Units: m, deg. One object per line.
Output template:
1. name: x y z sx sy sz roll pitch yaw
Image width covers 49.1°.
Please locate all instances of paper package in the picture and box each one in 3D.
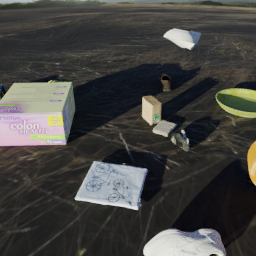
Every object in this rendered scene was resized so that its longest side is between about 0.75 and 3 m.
1. paper package: 1.006 -0.763 11.925 0.502 0.971 0.925 -12 32 -19

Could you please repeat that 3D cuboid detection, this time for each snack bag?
1. snack bag: -0.413 1.680 8.499 1.908 0.204 1.799 6 31 11

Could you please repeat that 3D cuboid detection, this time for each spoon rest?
1. spoon rest: 2.593 -4.008 12.735 1.376 0.840 2.770 21 25 26

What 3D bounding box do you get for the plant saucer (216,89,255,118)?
1. plant saucer: 5.500 -1.151 13.149 2.730 0.424 2.730 1 30 0

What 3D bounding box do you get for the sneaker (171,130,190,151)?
1. sneaker: 1.911 0.486 10.349 0.602 0.442 1.331 -3 27 0

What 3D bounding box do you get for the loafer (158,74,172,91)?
1. loafer: 2.104 -2.638 15.446 0.684 0.669 1.874 -2 30 -3

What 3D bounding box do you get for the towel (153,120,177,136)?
1. towel: 1.496 0.008 11.406 0.683 0.178 1.031 19 35 26

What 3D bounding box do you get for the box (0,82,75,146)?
1. box: -3.602 -0.657 11.274 2.542 1.397 2.890 -1 31 -2

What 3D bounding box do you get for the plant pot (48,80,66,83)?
1. plant pot: -3.429 -1.966 14.111 1.042 1.042 0.958 10 21 16

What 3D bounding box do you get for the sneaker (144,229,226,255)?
1. sneaker: 1.290 2.732 6.196 1.853 0.694 0.923 -4 30 -6

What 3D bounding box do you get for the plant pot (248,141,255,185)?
1. plant pot: 4.302 1.519 7.009 2.332 2.332 2.135 7 47 13

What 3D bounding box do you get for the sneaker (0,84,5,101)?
1. sneaker: -6.552 -1.703 13.963 0.712 0.598 1.815 -15 31 -16
